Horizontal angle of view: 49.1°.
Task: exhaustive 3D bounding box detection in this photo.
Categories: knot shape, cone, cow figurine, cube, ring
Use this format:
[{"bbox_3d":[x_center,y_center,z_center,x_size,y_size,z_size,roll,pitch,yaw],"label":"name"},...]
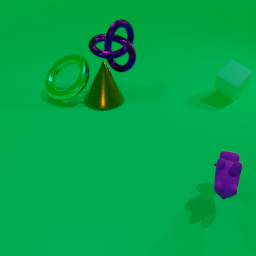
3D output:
[{"bbox_3d":[-0.331,-2.459,8.784,1.574,1.473,0.727,-30,6,-5],"label":"knot shape"},{"bbox_3d":[-0.761,-1.512,8.911,1.337,1.342,1.337,1,32,-1],"label":"cone"},{"bbox_3d":[1.933,0.908,5.471,0.560,1.004,1.021,10,71,18],"label":"cow figurine"},{"bbox_3d":[3.384,-1.536,9.073,0.796,0.796,0.796,-44,64,-11],"label":"cube"},{"bbox_3d":[-1.997,-1.666,9.194,1.723,0.345,1.723,-11,62,22],"label":"ring"}]
